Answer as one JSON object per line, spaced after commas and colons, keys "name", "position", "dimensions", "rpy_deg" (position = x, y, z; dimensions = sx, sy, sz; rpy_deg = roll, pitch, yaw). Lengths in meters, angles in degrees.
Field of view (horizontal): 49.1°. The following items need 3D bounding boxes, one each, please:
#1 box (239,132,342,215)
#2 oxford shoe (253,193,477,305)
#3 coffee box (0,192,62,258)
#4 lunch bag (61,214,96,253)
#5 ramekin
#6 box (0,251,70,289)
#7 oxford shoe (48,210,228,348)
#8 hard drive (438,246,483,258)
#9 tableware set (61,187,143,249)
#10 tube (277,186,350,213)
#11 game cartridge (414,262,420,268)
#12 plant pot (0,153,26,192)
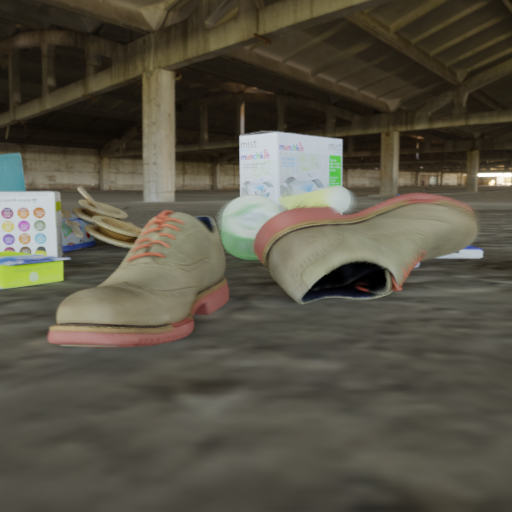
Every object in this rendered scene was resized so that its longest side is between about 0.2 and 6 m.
{"name": "box", "position": [0.928, -1.848, 14.401], "dimensions": [1.335, 2.436, 2.761], "rpy_deg": [6, 8, 42]}
{"name": "oxford shoe", "position": [1.301, 0.027, 5.699], "dimensions": [2.607, 0.918, 0.975], "rpy_deg": [-10, 49, -21]}
{"name": "coffee box", "position": [-3.421, -0.414, 8.173], "dimensions": [1.052, 1.042, 1.054], "rpy_deg": [-2, 7, -15]}
{"name": "lunch bag", "position": [-3.890, -0.421, 9.988], "dimensions": [1.778, 0.672, 1.425], "rpy_deg": [3, 9, 14]}
{"name": "ramekin", "position": [-0.059, -0.469, 8.584], "dimensions": [0.989, 0.989, 0.483], "rpy_deg": [0, -36, 3]}
{"name": "box", "position": [-2.890, 0.149, 6.539], "dimensions": [1.320, 0.315, 0.805], "rpy_deg": [5, 8, 35]}
{"name": "oxford shoe", "position": [-0.827, 0.109, 4.327], "dimensions": [0.858, 0.911, 2.435], "rpy_deg": [1, 7, 9]}
{"name": "hard drive", "position": [3.096, -0.118, 9.421], "dimensions": [0.884, 0.170, 1.340], "rpy_deg": [0, 7, -1]}
{"name": "tableware set", "position": [-2.440, -0.634, 9.434], "dimensions": [1.489, 0.452, 2.253], "rpy_deg": [15, 10, -31]}
{"name": "tube", "position": [1.161, -1.033, 11.476], "dimensions": [0.519, 0.580, 2.000], "rpy_deg": [-11, 4, -25]}
{"name": "game cartridge", "position": [1.855, 0.063, 7.876], "dimensions": [0.729, 0.149, 0.486], "rpy_deg": [1, 14, -11]}
{"name": "plant pot", "position": [-6.382, -1.171, 11.789], "dimensions": [2.573, 1.819, 1.818], "rpy_deg": [-9, 11, -34]}
